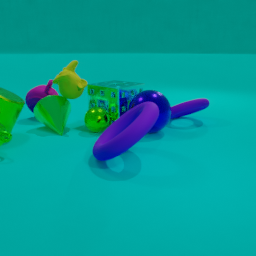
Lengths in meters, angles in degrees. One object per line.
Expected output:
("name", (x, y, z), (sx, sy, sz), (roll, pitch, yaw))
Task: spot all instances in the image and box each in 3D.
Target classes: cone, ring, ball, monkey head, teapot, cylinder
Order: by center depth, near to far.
("ring", (-0.066, 0.056, 6.389), (1.833, 0.367, 1.833), (-37, 13, 10))
("teapot", (-3.450, 0.090, 6.528), (1.588, 0.778, 0.987), (10, 51, 4))
("cylinder", (-3.629, -0.448, 7.724), (1.156, 1.156, 1.156), (27, 8, -4))
("ball", (0.640, -0.488, 8.309), (1.281, 1.281, 1.281), (0, 17, 0))
("ball", (-0.934, -0.256, 8.431), (0.781, 0.781, 0.781), (0, 17, 0))
("cone", (-2.154, -0.176, 8.520), (1.184, 1.184, 1.188), (-8, 45, -25))
("monkey head", (-1.724, -1.474, 8.787), (1.124, 0.941, 1.562), (-57, 21, -21))
("ring", (2.010, -0.657, 9.571), (1.547, 0.309, 1.547), (-15, -7, -2))
("teapot", (-2.986, -0.972, 9.980), (1.201, 1.931, 0.946), (25, 44, -12))

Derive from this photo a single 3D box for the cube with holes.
("cube with holes", (-0.379, -0.790, 9.230), (1.331, 1.331, 1.331), (13, 21, 36))
